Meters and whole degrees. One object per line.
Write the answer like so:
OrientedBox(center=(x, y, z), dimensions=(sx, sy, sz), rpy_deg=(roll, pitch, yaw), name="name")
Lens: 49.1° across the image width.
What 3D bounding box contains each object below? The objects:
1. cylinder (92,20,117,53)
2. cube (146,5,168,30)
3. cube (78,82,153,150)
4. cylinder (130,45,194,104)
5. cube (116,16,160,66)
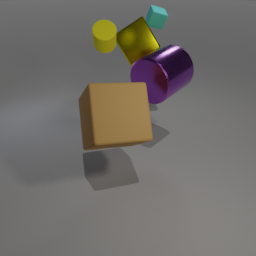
OrientedBox(center=(-0.697, -2.706, 8.312), dimensions=(0.700, 0.700, 0.700), rpy_deg=(1, 73, -3), name="cylinder")
OrientedBox(center=(1.265, -4.924, 12.470), dimensions=(0.700, 0.700, 0.700), rpy_deg=(8, 44, -18), name="cube")
OrientedBox(center=(-0.364, -0.251, 6.912), dimensions=(1.400, 1.400, 1.400), rpy_deg=(-4, -7, -20), name="cube")
OrientedBox(center=(1.023, -1.619, 8.403), dimensions=(1.400, 1.400, 1.400), rpy_deg=(22, 41, 35), name="cylinder")
OrientedBox(center=(0.401, -3.606, 11.685), dimensions=(1.400, 1.400, 1.400), rpy_deg=(-30, 13, 14), name="cube")
